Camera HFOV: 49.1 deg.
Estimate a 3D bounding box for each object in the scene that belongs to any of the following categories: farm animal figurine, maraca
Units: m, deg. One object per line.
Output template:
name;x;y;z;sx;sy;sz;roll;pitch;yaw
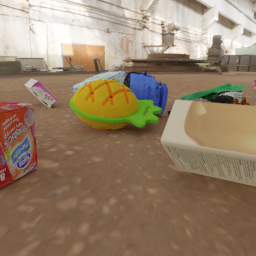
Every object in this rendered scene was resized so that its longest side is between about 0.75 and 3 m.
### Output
farm animal figurine;4.035;-0.423;7.571;2.174;1.134;2.150;-26;35;-13
maraca;-0.362;-0.623;8.101;2.635;1.409;1.806;12;36;9

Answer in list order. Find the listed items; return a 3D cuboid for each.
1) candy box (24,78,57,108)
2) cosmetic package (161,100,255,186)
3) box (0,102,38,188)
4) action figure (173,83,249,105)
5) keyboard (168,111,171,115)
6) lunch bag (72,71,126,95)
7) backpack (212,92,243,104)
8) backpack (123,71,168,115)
candy box;-3.804;-1.536;12.137;0.515;1.152;1.689;-47;29;-10
cosmetic package;1.813;0.292;4.247;2.316;0.823;1.218;9;-26;30
box;-2.972;0.187;4.931;2.473;1.233;1.181;5;14;18
action figure;3.141;-1.212;11.331;2.873;0.786;1.697;-13;5;-10
keyboard;2.080;-0.581;10.373;1.370;0.176;0.823;-9;23;-35
lunch bag;-1.132;-1.671;11.861;2.076;1.065;2.582;-30;20;-16
backpack;3.920;-0.978;10.690;1.238;0.783;1.033;-7;12;-40
backpack;0.551;-1.149;9.689;1.649;1.597;1.965;3;13;1
